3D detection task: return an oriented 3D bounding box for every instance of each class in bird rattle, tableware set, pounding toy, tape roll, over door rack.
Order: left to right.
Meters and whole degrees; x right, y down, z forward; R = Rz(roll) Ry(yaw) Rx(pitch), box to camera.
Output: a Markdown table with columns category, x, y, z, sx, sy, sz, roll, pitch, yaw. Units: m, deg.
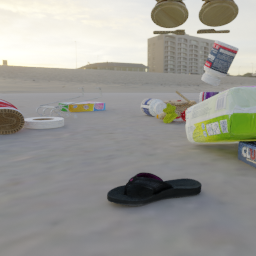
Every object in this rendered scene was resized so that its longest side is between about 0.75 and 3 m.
| category | x | y | z | sx | sy | sz | roll | pitch | yaw |
| --- | --- | --- | --- | --- | --- | --- | --- | --- | --- |
| tape roll | -2.450 | -0.159 | 8.139 | 1.185 | 0.216 | 1.185 | 1 | 8 | 0 |
| over door rack | -2.124 | -0.837 | 10.386 | 2.139 | 0.712 | 1.580 | -31 | 24 | -31 |
| bird rattle | 1.447 | -0.449 | 9.089 | 1.114 | 0.627 | 0.908 | -4 | -7 | -45 |
| pounding toy | 2.233 | -1.092 | 11.666 | 1.004 | 1.007 | 1.755 | -13 | 15 | -41 |
| tableware set | 1.851 | -3.336 | 7.927 | 2.411 | 0.483 | 1.593 | 2 | -19 | 8 |

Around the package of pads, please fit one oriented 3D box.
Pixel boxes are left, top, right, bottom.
| category | x | y | z | sx | sy | sz | roll | pitch | yaw |
| --- | --- | --- | --- | --- | --- | --- | --- | --- | --- |
| package of pads | 2.430 | -0.174 | 5.005 | 2.409 | 0.822 | 1.861 | 0 | -6 | -9 |

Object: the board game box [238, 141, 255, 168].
| category | x | y | z | sx | sy | sz | roll | pitch | yaw |
| --- | --- | --- | --- | --- | --- | --- | --- | --- | --- |
| board game box | 2.438 | 0.470 | 3.574 | 1.249 | 0.319 | 1.844 | -1 | 8 | -6 |

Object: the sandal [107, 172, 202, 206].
| category | x | y | z | sx | sy | sz | roll | pitch | yaw |
| --- | --- | --- | --- | --- | --- | --- | --- | --- | --- |
| sandal | 0.280 | 0.596 | 2.979 | 1.074 | 0.257 | 0.404 | -4 | 9 | -23 |

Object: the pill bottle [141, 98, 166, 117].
| category | x | y | z | sx | sy | sz | roll | pitch | yaw |
| --- | --- | --- | --- | --- | --- | --- | --- | --- | --- |
| pill bottle | 1.018 | -0.785 | 10.793 | 0.668 | 0.668 | 1.204 | -3 | 9 | -21 |

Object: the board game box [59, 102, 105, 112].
| category | x | y | z | sx | sy | sz | roll | pitch | yaw |
| --- | --- | --- | --- | --- | --- | --- | --- | --- | --- |
| board game box | -2.192 | -1.029 | 13.407 | 1.798 | 0.363 | 1.375 | -7 | 11 | -38 |

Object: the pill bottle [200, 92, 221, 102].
| category | x | y | z | sx | sy | sz | roll | pitch | yaw |
| --- | --- | --- | --- | --- | --- | --- | --- | --- | --- |
| pill bottle | 4.954 | -1.692 | 16.268 | 1.477 | 0.830 | 0.830 | 4 | 9 | 24 |

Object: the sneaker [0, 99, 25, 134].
| category | x | y | z | sx | sy | sz | roll | pitch | yaw |
| --- | --- | --- | --- | --- | --- | --- | --- | --- | --- |
| sneaker | -3.854 | -0.301 | 6.964 | 2.368 | 0.844 | 1.332 | 4 | 10 | -23 |

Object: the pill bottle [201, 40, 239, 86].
| category | x | y | z | sx | sy | sz | roll | pitch | yaw |
| --- | --- | --- | --- | --- | --- | --- | --- | --- | --- |
| pill bottle | 3.295 | -2.341 | 10.213 | 0.888 | 1.485 | 0.888 | 18 | 22 | -7 |
